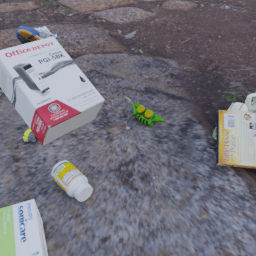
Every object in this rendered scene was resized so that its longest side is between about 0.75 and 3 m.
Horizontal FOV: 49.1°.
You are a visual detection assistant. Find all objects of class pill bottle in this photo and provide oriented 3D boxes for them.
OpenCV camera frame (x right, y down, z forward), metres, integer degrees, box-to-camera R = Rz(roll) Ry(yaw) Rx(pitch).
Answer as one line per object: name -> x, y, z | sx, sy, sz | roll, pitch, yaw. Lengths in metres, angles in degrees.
pill bottle -> -1.396, 1.342, 7.054 | 0.612, 0.612, 1.085 | -31, 48, -32

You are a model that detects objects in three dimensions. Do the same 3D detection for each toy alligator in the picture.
toy alligator -> 0.421, -0.494, 9.448 | 1.807, 0.536, 0.490 | 33, 90, 34

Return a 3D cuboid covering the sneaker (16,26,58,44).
sneaker -> -2.420, -2.480, 7.495 | 0.520, 0.608, 1.380 | -7, -9, 25

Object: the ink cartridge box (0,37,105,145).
ink cartridge box -> -1.169, -0.590, 4.113 | 0.997, 0.563, 1.358 | -32, 77, -36

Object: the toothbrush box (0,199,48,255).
toothbrush box -> -2.701, 2.521, 5.347 | 2.168, 0.933, 1.578 | -15, 41, -16

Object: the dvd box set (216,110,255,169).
dvd box set -> 3.626, 0.355, 7.892 | 2.197, 0.323, 1.607 | 4, 72, 5

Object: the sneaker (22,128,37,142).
sneaker -> -2.817, 0.066, 8.848 | 0.460, 0.419, 1.135 | 17, 49, 10

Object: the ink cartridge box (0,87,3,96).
ink cartridge box -> -5.471, -2.015, 11.119 | 1.530, 0.707, 2.807 | 4, 38, 5

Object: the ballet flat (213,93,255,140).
ballet flat -> 3.724, -0.500, 8.976 | 2.936, 1.090, 1.090 | -28, 47, -32
